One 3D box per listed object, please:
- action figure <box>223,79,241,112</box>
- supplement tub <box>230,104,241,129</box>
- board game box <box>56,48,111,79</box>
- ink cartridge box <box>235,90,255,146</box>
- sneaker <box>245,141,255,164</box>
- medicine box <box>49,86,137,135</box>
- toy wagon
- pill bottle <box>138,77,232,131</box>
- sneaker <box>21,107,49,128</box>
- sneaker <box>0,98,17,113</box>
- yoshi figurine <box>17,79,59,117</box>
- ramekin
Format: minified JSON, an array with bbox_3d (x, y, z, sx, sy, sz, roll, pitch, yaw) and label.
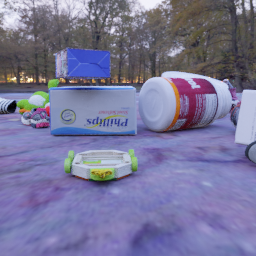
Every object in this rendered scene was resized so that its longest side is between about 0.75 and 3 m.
[{"bbox_3d":[4.757,-1.271,14.341,2.677,1.793,1.994,28,-16,47],"label":"action figure"},{"bbox_3d":[3.333,-0.217,7.515,0.844,0.844,1.578,1,9,7],"label":"supplement tub"},{"bbox_3d":[-1.183,-1.609,7.170,1.088,0.661,1.364,-3,10,-25],"label":"board game box"},{"bbox_3d":[3.478,-0.021,4.815,1.825,1.063,2.521,5,3,-40],"label":"ink cartridge box"},{"bbox_3d":[2.434,0.463,4.136,0.603,0.563,1.522,-12,15,-36],"label":"sneaker"},{"bbox_3d":[-0.945,-0.604,8.500,2.298,1.299,2.523,-1,9,-2],"label":"medicine box"},{"bbox_3d":[-0.408,0.571,4.294,1.088,0.277,1.402,-1,10,-5],"label":"toy wagon"},{"bbox_3d":[1.842,-0.773,8.693,2.784,1.573,1.573,-6,10,-33],"label":"pill bottle"},{"bbox_3d":[-3.072,-0.398,9.387,0.676,0.626,1.677,-7,11,-39],"label":"sneaker"},{"bbox_3d":[-6.260,-1.102,13.746,1.452,0.953,2.524,6,13,-27],"label":"sneaker"},{"bbox_3d":[-2.815,-0.963,10.754,2.763,1.553,1.547,1,-10,13],"label":"yoshi figurine"},{"bbox_3d":[2.713,-1.439,12.019,2.859,1.332,2.859,8,22,-3],"label":"ramekin"}]
